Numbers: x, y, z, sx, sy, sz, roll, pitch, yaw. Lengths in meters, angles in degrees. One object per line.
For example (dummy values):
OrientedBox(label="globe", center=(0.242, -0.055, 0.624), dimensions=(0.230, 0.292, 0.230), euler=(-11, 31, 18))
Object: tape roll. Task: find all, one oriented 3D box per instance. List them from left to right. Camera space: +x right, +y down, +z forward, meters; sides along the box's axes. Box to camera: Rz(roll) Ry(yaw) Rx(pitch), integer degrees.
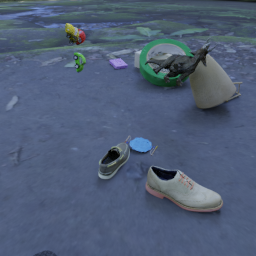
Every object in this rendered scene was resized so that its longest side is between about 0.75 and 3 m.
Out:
OrientedBox(label="tape roll", center=(2.085, -3.599, 15.317), dimensions=(2.925, 0.703, 2.925), euler=(0, 60, 0))

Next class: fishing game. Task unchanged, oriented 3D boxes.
OrientedBox(label="fishing game", center=(0.462, 0.629, 10.212), dimensions=(1.178, 0.183, 0.843), euler=(18, 35, 13))

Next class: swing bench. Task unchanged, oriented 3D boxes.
OrientedBox(label="swing bench", center=(4.781, -1.926, 13.820), dimensions=(1.161, 0.757, 1.167), euler=(-22, 33, -31))

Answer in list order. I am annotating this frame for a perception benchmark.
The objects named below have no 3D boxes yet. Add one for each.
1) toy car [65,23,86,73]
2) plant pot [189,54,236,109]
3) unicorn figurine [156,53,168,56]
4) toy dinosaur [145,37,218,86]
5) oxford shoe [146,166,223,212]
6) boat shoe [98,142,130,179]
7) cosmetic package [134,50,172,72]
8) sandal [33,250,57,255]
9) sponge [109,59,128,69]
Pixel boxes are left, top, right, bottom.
OrientedBox(label="toy car", center=(-1.764, -2.833, 10.066), dimensions=(0.385, 1.626, 1.728), euler=(-6, 11, 6))
OrientedBox(label="plant pot", center=(3.494, -2.212, 12.420), dimensions=(1.871, 1.998, 1.871), euler=(-28, 19, 11))
OrientedBox(label="unicorn figurine", center=(1.915, -4.444, 16.434), dimensions=(1.033, 0.381, 0.710), euler=(-35, 54, -22))
OrientedBox(label="toy dinosaur", center=(1.952, -2.432, 10.942), dimensions=(1.502, 1.130, 2.936), euler=(-39, 24, -31))
OrientedBox(label="oxford shoe", center=(1.542, 1.685, 7.862), dimensions=(2.232, 0.824, 0.790), euler=(12, 34, 19))
OrientedBox(label="boat shoe", center=(-0.419, 0.954, 9.320), dimensions=(0.640, 0.535, 1.790), euler=(13, 34, 20))
OrientedBox(label="cosmetic package", center=(1.790, -3.931, 16.816), dimensions=(1.386, 0.978, 2.677), euler=(-27, 42, -36))
OrientedBox(label="sandal", center=(-1.530, 3.672, 5.016), dimensions=(1.051, 0.631, 2.799), euler=(-13, 48, -10))
OrientedBox(label="sponge", center=(-0.611, -4.082, 17.775), dimensions=(0.778, 0.208, 1.394), euler=(-11, 34, -18))
